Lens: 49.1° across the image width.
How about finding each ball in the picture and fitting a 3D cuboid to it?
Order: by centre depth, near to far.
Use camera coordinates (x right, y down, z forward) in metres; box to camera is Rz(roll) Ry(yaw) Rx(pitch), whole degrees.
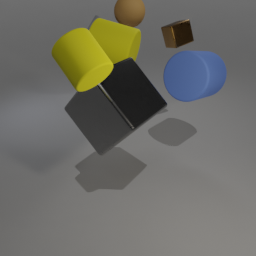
[{"bbox_3d":[0.075,-5.237,12.570,1.400,1.400,1.400,0,30,0],"label":"ball"}]

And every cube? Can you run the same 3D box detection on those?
[{"bbox_3d":[-0.277,-0.482,6.307,1.400,1.400,1.400,53,46,1],"label":"cube"},{"bbox_3d":[1.612,-3.068,9.155,0.700,0.700,0.700,-25,24,-13],"label":"cube"}]

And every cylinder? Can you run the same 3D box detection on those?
[{"bbox_3d":[-0.702,-1.044,4.342,0.700,0.700,0.700,-30,82,-40],"label":"cylinder"},{"bbox_3d":[1.983,-1.545,8.245,1.400,1.400,1.400,22,24,33],"label":"cylinder"},{"bbox_3d":[-0.458,-2.636,8.998,1.400,1.400,1.400,19,33,8],"label":"cylinder"},{"bbox_3d":[-1.257,-4.193,12.912,1.400,1.400,1.400,32,9,-6],"label":"cylinder"}]
